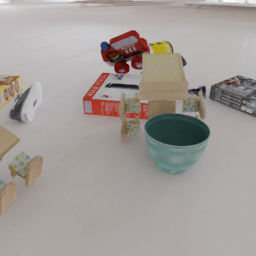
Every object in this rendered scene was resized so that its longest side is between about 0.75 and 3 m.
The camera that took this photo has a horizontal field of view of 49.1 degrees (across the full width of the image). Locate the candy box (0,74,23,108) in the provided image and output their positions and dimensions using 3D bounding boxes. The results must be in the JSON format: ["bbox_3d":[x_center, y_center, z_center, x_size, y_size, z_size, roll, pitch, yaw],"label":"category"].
[{"bbox_3d":[-5.573,-1.503,11.591,1.429,0.691,2.449,4,32,7],"label":"candy box"}]

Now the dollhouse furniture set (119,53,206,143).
[{"bbox_3d":[0.960,-0.505,7.953,2.469,2.688,1.749,0,38,5],"label":"dollhouse furniture set"}]

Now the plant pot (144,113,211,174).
[{"bbox_3d":[1.297,0.503,7.702,1.751,1.173,1.751,0,30,0],"label":"plant pot"}]

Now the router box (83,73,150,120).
[{"bbox_3d":[-0.162,-1.387,11.367,2.568,0.699,2.862,5,31,9],"label":"router box"}]

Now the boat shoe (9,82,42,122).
[{"bbox_3d":[-3.899,-1.041,10.730,0.826,0.874,2.437,0,37,-2],"label":"boat shoe"}]

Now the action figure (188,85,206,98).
[{"bbox_3d":[2.663,-1.544,11.949,1.292,0.448,0.841,4,37,13],"label":"action figure"}]

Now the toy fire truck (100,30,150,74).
[{"bbox_3d":[-0.208,-3.341,12.056,2.203,1.235,1.850,-10,-22,30],"label":"toy fire truck"}]

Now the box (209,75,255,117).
[{"bbox_3d":[4.981,-1.308,11.281,2.057,0.649,2.609,-23,37,-33],"label":"box"}]

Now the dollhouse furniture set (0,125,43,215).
[{"bbox_3d":[-3.560,0.760,5.783,2.443,1.852,2.788,33,50,4],"label":"dollhouse furniture set"}]

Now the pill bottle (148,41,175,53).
[{"bbox_3d":[1.406,-4.048,15.374,2.150,1.229,1.229,-18,35,-28],"label":"pill bottle"}]

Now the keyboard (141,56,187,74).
[{"bbox_3d":[1.418,-2.288,10.812,1.664,0.270,2.619,-16,1,18],"label":"keyboard"}]
